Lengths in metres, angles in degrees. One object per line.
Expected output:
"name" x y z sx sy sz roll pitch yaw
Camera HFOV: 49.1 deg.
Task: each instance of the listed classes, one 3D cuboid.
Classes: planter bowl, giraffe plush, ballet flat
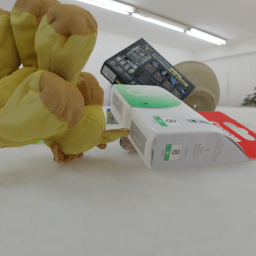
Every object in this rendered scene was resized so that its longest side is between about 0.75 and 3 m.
"planter bowl" 2.389 -1.134 10.557 2.398 2.398 1.614 0 32 0
"giraffe plush" -0.918 -0.271 3.702 1.949 2.259 1.832 29 5 35
"ballet flat" 0.398 0.176 5.168 0.470 0.476 1.398 13 13 31

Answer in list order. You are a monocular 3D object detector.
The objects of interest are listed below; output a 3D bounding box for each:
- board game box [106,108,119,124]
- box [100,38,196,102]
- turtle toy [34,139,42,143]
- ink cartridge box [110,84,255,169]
"board game box" -0.402 -0.460 10.771 0.902 0.607 0.131 -4 7 -30
"box" 0.561 -1.283 7.474 1.660 2.105 0.537 -43 -6 -34
"turtle toy" -2.126 0.043 6.157 0.721 0.500 0.990 -4 8 -32
"ink cartridge box" 1.153 -0.151 4.742 2.527 0.633 2.034 -3 26 -19
